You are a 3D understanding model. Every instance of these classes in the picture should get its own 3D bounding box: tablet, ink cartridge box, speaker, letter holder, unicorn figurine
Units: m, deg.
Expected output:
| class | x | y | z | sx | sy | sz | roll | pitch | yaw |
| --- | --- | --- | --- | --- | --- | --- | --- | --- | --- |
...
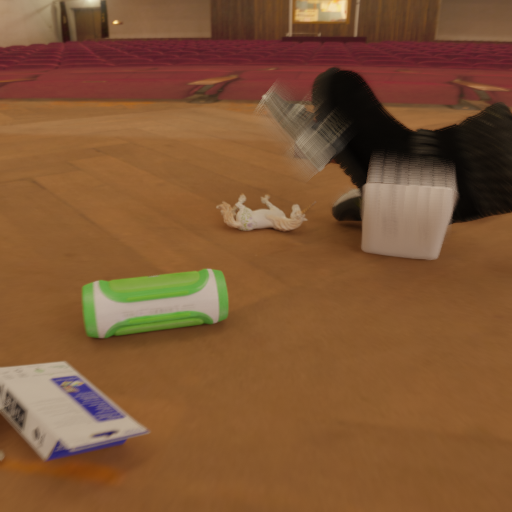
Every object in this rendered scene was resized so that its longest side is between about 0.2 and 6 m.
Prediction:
| class | x | y | z | sx | sy | sz | roll | pitch | yaw |
| --- | --- | --- | --- | --- | --- | --- | --- | --- | --- |
| tablet | 2.312 | -0.490 | 8.784 | 1.280 | 1.967 | 0.134 | 7 | 62 | 13 |
| ink cartridge box | -1.869 | 1.530 | 5.458 | 1.694 | 0.332 | 0.842 | 20 | 10 | 42 |
| speaker | -1.308 | 0.614 | 7.334 | 1.801 | 0.796 | 0.796 | -6 | 24 | -14 |
| letter holder | 1.935 | -3.322 | 16.083 | 1.509 | 1.072 | 0.759 | 14 | 27 | 29 |
| unicorn figurine | 0.194 | -0.808 | 10.960 | 1.765 | 0.652 | 1.212 | -18 | 36 | -4 |

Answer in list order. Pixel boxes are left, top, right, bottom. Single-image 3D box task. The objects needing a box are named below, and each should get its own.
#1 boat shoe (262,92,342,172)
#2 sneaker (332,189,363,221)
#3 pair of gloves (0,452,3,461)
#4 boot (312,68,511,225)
| class | x | y | z | sx | sy | sz | roll | pitch | yaw |
| --- | --- | --- | --- | --- | --- | --- | --- | --- | --- |
| boat shoe | 0.714 | -2.059 | 8.835 | 1.735 | 0.523 | 0.656 | 55 | 9 | 24 |
| sneaker | 2.495 | -0.822 | 10.579 | 2.203 | 0.932 | 0.820 | -8 | -16 | 26 |
| pair of gloves | -3.475 | 1.714 | 5.341 | 1.903 | 0.334 | 1.618 | -7 | 19 | -29 |
| boot | 2.627 | -1.881 | 8.766 | 2.498 | 3.341 | 1.257 | -22 | 18 | 44 |
